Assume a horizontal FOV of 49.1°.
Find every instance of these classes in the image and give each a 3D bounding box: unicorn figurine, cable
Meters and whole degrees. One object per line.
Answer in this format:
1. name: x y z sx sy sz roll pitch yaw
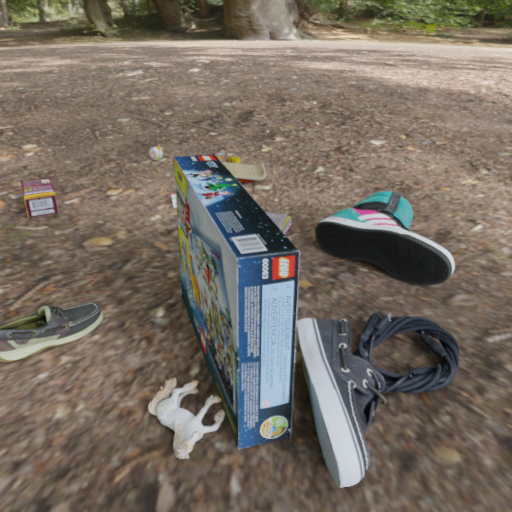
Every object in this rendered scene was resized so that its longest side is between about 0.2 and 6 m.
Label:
1. unicorn figurine: -0.818 1.939 6.638 1.265 0.467 0.869 8 34 47
2. cable: 2.061 1.407 7.743 1.401 0.436 1.717 17 32 18

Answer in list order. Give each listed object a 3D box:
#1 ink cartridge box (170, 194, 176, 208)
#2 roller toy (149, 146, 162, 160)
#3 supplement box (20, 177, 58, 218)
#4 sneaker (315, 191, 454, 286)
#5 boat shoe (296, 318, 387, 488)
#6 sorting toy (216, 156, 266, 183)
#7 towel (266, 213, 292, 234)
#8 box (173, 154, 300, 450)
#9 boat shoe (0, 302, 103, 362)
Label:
1. ink cartridge box: -1.660 -1.447 13.527 0.779 0.242 0.968 -5 29 -11
2. roller toy: -2.944 -3.023 16.485 0.358 0.392 0.274 5 24 38
3. supplement box: -5.050 -1.377 13.037 0.676 0.525 1.226 -11 29 -21
4. sneaker: 2.671 -0.407 10.548 2.746 1.148 1.658 22 43 38
5. boat shoe: 1.088 1.566 6.767 0.916 0.966 2.764 -10 19 1
6. sorting toy: -0.650 -2.357 15.321 1.710 0.307 2.295 1 20 -4
7. towel: -0.192 -0.501 11.638 1.432 0.227 1.994 10 28 18
8. box: -0.413 0.324 7.487 0.683 2.476 3.625 -8 28 -15
9. boat shoe: -3.057 1.008 8.273 1.678 0.551 0.599 -22 34 -37
